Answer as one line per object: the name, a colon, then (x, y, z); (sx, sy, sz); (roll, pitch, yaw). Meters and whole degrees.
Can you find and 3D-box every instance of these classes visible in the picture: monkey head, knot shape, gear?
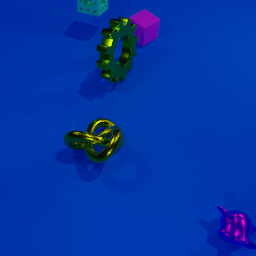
monkey head: (2.679, 2.393, 6.635); (1.367, 0.984, 0.824); (28, 76, -14)
knot shape: (-0.752, 0.330, 7.579); (1.760, 0.813, 1.647); (-15, 21, -26)
gear: (-0.294, -2.416, 8.771); (0.361, 1.952, 1.952); (20, 62, 23)

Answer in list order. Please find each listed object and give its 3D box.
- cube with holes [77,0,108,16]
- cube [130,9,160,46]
cube with holes: (-1.224, -4.500, 9.753); (0.804, 0.804, 0.804); (18, 45, 13)
cube: (0.567, -3.617, 10.110); (0.787, 0.787, 0.787); (-37, 65, -23)
